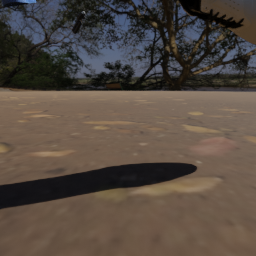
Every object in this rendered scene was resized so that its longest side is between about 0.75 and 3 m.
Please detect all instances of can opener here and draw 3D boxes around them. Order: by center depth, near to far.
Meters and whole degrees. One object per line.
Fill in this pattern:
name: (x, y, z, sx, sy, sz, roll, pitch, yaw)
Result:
can opener: (-1.937, -4.098, 10.847, 0.326, 0.259, 0.982, -8, -30, -42)

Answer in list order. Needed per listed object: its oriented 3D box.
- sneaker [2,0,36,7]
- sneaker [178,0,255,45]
sneaker: (-3.275, -4.073, 8.270, 0.745, 0.827, 2.124, -10, 26, -1)
sneaker: (1.470, -2.037, 4.629, 2.466, 0.986, 0.909, 30, -15, -18)
